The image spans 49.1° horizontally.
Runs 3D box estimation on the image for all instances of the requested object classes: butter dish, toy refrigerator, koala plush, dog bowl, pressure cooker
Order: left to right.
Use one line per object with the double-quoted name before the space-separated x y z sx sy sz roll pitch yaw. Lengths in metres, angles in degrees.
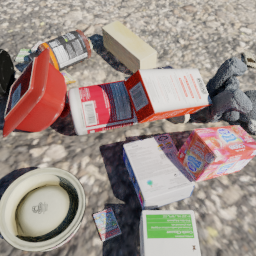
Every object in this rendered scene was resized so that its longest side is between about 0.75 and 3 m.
"pressure cooker" -5.515 -2.033 10.436 2.064 1.844 1.816 -1 12 0
"butter dish" -2.869 -0.942 9.628 2.559 1.896 2.566 -37 42 28
"dog bowl" -2.257 2.273 7.682 2.314 0.853 2.314 0 53 0
"toy refrigerator" 0.053 -3.393 11.918 0.950 1.031 2.715 -32 59 -18
"koala plush" 3.944 -0.863 9.743 2.312 2.125 2.050 16 57 -14

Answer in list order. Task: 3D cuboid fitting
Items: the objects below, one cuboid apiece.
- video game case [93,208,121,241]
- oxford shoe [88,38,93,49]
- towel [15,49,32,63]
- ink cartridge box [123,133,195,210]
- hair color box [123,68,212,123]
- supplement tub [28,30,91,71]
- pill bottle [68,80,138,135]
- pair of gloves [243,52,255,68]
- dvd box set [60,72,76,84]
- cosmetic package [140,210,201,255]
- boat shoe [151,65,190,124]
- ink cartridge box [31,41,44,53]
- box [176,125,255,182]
"video game case" -0.588 2.691 7.849 0.564 0.069 0.789 -19 54 -14
"oxford shoe" -2.369 -4.029 12.805 1.709 0.493 0.642 24 59 20
"towel" -4.560 -3.199 12.410 0.631 0.130 0.846 5 50 1
"ink cartridge box" 0.801 1.136 8.531 1.570 0.879 2.302 -13 55 -13
"hair color box" 1.306 -1.060 8.648 2.717 0.832 1.379 -10 76 -39
"supplement tub" -2.813 -3.053 11.532 2.412 1.290 1.290 -29 58 -19
"pill bottle" -0.507 -0.773 9.578 2.835 1.591 1.591 -11 53 -9
"pair of gloves" 5.667 -2.950 12.136 1.237 0.217 1.052 8 52 5
"dvd box set" -2.588 -1.980 11.139 0.647 0.130 0.884 39 33 18
"cosmetic package" 1.011 3.390 6.660 1.387 1.094 2.578 -1 51 -3
"boat shoe" 1.759 -1.379 10.443 1.212 0.976 2.614 -21 63 -25
"ink cartridge box" -3.673 -3.410 12.375 0.940 0.396 0.687 18 54 13
"box" 2.671 0.701 8.229 2.206 1.132 1.044 -5 46 -36
